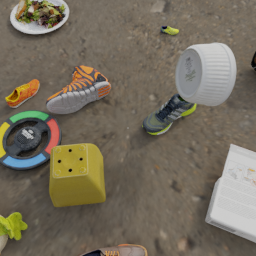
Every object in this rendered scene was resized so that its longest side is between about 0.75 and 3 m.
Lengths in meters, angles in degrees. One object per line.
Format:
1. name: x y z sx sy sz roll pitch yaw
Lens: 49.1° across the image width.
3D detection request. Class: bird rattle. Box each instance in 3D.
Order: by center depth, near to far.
1. bird rattle: -3.591 2.618 7.287 1.612 0.908 1.314 17 77 13

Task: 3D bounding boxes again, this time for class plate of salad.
1. plate of salad: -3.725 -4.894 11.758 2.460 0.591 2.460 0 59 0

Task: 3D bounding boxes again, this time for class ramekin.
1. ramekin: 1.898 -1.374 7.233 0.855 1.629 1.629 -2 58 -19

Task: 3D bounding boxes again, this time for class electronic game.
1. electronic game: -3.147 0.334 8.788 2.124 0.442 2.124 0 59 0

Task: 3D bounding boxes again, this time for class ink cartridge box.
1. ink cartridge box: 3.763 1.966 7.737 2.647 0.592 2.332 21 63 11

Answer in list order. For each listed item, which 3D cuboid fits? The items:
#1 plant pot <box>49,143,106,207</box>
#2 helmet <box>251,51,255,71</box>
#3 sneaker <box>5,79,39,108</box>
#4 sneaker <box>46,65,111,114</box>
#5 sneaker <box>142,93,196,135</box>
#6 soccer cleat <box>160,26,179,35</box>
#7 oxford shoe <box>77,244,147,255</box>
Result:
1. plant pot: -1.446 1.165 7.682 1.482 1.526 1.492 -5 59 -3
2. helmet: 5.222 -2.381 9.824 1.323 1.388 1.388 19 61 -3
3. sneaker: -3.596 -1.248 9.678 0.492 0.520 1.347 30 63 18
4. sneaker: -1.852 -1.353 9.630 2.305 0.894 1.292 -23 58 -24
5. sneaker: 1.366 -0.610 9.070 2.230 0.902 0.824 -36 66 -19
6. soccer cleat: 1.693 -3.994 11.388 0.751 0.314 0.243 9 60 5
7. oxford shoe: -0.416 3.267 6.942 1.841 0.671 0.656 -9 60 -5
